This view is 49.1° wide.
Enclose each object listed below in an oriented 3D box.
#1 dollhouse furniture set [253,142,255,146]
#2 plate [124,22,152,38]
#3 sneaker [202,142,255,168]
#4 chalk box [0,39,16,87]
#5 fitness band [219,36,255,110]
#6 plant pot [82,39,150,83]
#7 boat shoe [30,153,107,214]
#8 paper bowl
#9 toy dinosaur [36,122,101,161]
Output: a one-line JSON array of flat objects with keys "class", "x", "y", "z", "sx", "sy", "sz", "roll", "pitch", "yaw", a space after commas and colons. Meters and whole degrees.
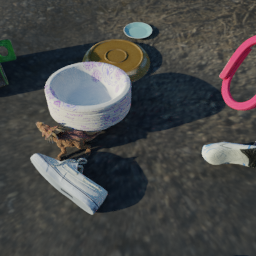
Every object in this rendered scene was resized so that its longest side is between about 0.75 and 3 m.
[{"class": "dollhouse furniture set", "x": 4.443, "y": 0.233, "z": 8.041, "sx": 1.094, "sy": 0.980, "sz": 1.381, "roll": 32, "pitch": 58, "yaw": 23}, {"class": "plate", "x": 0.428, "y": -4.156, "z": 12.047, "sx": 1.220, "sy": 0.156, "sz": 1.220, "roll": 0, "pitch": 52, "yaw": -1}, {"class": "sneaker", "x": 3.051, "y": 0.697, "z": 7.914, "sx": 1.938, "sy": 0.696, "sz": 0.702, "roll": 4, "pitch": 26, "yaw": -6}, {"class": "chalk box", "x": -5.377, "y": -2.329, "z": 9.579, "sx": 2.850, "sy": 1.773, "sz": 1.764, "roll": -27, "pitch": 57, "yaw": -21}, {"class": "fitness band", "x": 3.241, "y": -1.412, "z": 7.322, "sx": 0.376, "sy": 2.010, "sz": 1.443, "roll": 4, "pitch": 37, "yaw": -39}, {"class": "plant pot", "x": -0.462, "y": -2.654, "z": 10.733, "sx": 2.628, "sy": 0.361, "sz": 2.628, "roll": 0, "pitch": 52, "yaw": 1}, {"class": "boat shoe", "x": -1.473, "y": 1.193, "z": 7.376, "sx": 2.284, "sy": 0.844, "sz": 0.974, "roll": 31, "pitch": 58, "yaw": 20}, {"class": "paper bowl", "x": -1.159, "y": -0.855, "z": 8.553, "sx": 2.516, "sy": 1.309, "sz": 2.516, "roll": 1, "pitch": 42, "yaw": -1}, {"class": "toy dinosaur", "x": -1.621, "y": 0.264, "z": 7.886, "sx": 1.760, "sy": 1.193, "sz": 0.755, "roll": -7, "pitch": 52, "yaw": -6}]
